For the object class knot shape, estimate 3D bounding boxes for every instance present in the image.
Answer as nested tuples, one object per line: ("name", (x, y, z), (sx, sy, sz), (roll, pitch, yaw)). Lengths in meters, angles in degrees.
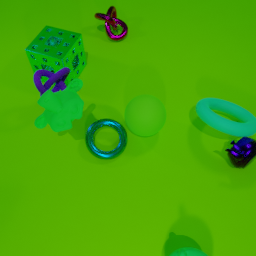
("knot shape", (-0.643, -3.808, 9.980), (1.218, 0.601, 1.301), (8, 58, -47))
("knot shape", (-2.053, -1.092, 7.775), (0.558, 1.129, 1.207), (24, 37, 32))

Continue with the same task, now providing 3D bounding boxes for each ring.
("ring", (-0.579, 0.288, 7.525), (1.148, 0.230, 1.148), (2, 73, -5))
("ring", (2.616, -0.318, 7.426), (1.684, 0.337, 1.684), (12, 29, -7))

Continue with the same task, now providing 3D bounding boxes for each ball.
("ball", (0.468, -0.339, 7.558), (1.131, 1.131, 1.131), (0, 55, 0))

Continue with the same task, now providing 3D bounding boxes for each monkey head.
("monkey head", (-1.454, -0.476, 5.772), (1.418, 1.020, 0.855), (-47, 42, 1))

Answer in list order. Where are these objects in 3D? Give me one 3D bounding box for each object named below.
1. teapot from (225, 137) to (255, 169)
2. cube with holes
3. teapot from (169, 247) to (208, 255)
("teapot", (2.869, 0.583, 7.071), (1.404, 0.873, 0.688), (-8, 47, -50))
("cube with holes", (-2.192, -2.212, 8.799), (1.240, 1.240, 1.240), (17, 57, 12))
("teapot", (1.199, 2.862, 5.403), (0.946, 1.521, 0.745), (-14, 27, 12))
